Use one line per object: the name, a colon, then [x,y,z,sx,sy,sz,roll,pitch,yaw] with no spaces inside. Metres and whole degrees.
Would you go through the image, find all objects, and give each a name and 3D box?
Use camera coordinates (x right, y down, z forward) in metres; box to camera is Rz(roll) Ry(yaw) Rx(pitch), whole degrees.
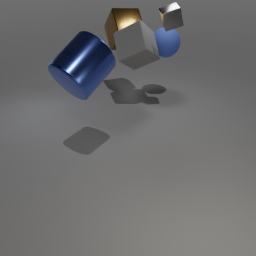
cube: [0.390,-3.612,12.390,1.400,1.400,1.400,-17,-14,28]
cube: [1.630,-4.201,10.591,0.700,0.700,0.700,-17,40,7]
cylinder: [-1.299,-1.763,8.000,1.400,1.400,1.400,25,70,36]
cube: [-0.177,-4.766,13.558,1.400,1.400,1.400,-10,-12,-23]
ball: [1.791,-4.080,13.362,1.400,1.400,1.400,0,30,0]
